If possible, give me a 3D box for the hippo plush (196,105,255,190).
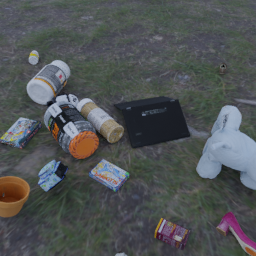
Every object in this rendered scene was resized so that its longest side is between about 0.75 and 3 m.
[{"bbox_3d":[3.757,0.660,8.741,2.390,2.973,2.368,23,67,13],"label":"hippo plush"}]

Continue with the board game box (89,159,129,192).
[{"bbox_3d":[-0.633,1.581,9.449,1.145,0.197,0.775,24,46,25],"label":"board game box"}]

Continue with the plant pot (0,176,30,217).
[{"bbox_3d":[-3.471,2.056,8.151,1.096,0.767,1.096,14,28,-7],"label":"plant pot"}]

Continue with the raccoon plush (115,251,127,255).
[{"bbox_3d":[-0.033,4.052,5.896,1.820,1.314,2.717,-4,41,8],"label":"raccoon plush"}]

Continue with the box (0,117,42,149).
[{"bbox_3d":[-4.186,0.177,11.019,0.956,0.264,1.399,12,42,13],"label":"box"}]

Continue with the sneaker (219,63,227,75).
[{"bbox_3d":[5.089,-3.257,14.874,0.383,0.410,1.086,12,43,13],"label":"sneaker"}]

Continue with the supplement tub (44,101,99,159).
[{"bbox_3d":[-2.074,0.064,10.317,1.350,1.350,2.204,-24,45,-25],"label":"supplement tub"}]

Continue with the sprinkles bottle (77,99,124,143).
[{"bbox_3d":[-1.151,-0.330,11.196,0.792,0.792,2.320,-27,48,-28],"label":"sprinkles bottle"}]

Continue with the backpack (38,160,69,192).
[{"bbox_3d":[-2.410,1.472,8.745,0.873,0.642,0.799,-42,14,9],"label":"backpack"}]

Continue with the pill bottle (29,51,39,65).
[{"bbox_3d":[-5.234,-3.953,15.612,0.495,0.495,0.879,-6,42,-6],"label":"pill bottle"}]

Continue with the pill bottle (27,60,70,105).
[{"bbox_3d":[-3.589,-2.168,12.956,1.270,1.270,2.183,11,43,12],"label":"pill bottle"}]

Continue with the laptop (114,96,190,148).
[{"bbox_3d":[0.909,-0.384,11.784,2.418,1.497,2.583,-11,70,-12],"label":"laptop"}]

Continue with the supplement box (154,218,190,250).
[{"bbox_3d":[1.218,2.935,7.759,0.854,0.366,0.471,19,44,20],"label":"supplement box"}]

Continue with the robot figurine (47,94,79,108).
[{"bbox_3d":[-2.759,-0.986,11.923,1.315,0.988,0.821,-13,4,-14],"label":"robot figurine"}]

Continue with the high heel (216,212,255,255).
[{"bbox_3d":[3.241,2.928,7.680,0.716,0.503,1.494,-40,41,-24],"label":"high heel"}]
